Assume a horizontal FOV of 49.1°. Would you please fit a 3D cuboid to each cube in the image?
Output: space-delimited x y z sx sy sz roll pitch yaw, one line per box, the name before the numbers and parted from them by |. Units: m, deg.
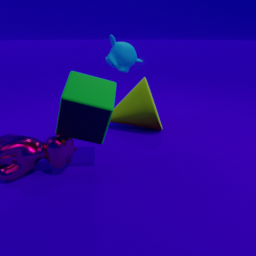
cube | -0.869 -0.421 5.880 1.000 1.000 1.000 13 40 -9

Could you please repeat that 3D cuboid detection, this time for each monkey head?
monkey head | -0.263 -2.454 9.497 1.519 0.915 1.093 31 2 -36

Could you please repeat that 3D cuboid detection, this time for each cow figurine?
cow figurine | -2.088 0.470 6.069 1.715 0.942 1.688 11 24 41

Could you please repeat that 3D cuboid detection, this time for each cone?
cone | -0.001 -0.478 8.480 1.653 1.647 1.647 -18 18 8
